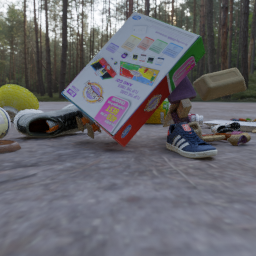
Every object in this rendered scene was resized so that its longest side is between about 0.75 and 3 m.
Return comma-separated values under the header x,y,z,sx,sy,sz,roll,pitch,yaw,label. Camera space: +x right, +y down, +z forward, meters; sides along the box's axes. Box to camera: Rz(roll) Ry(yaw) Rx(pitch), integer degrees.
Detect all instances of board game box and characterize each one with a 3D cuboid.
x,y,z,sx,sy,sz,roll,pitch,yaw,label
0.043,-1.255,6.494,2.140,2.797,0.564,38,-5,36,board game box

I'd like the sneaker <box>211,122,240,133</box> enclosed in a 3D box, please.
x,y,z,sx,sy,sz,roll,pitch,yaw,label
2.936,-0.008,8.405,1.008,0.371,0.403,-3,5,-25,sneaker

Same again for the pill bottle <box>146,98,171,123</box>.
x,y,z,sx,sy,sz,roll,pitch,yaw,label
0.801,-0.799,11.505,2.134,1.185,1.185,2,7,14,pill bottle

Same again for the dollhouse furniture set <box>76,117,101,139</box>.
x,y,z,sx,sy,sz,roll,pitch,yaw,label
-0.491,-0.320,7.031,1.261,0.657,1.275,31,57,29,dollhouse furniture set

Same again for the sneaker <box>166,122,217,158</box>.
x,y,z,sx,sy,sz,roll,pitch,yaw,label
1.200,0.202,5.565,0.540,0.609,1.441,-3,8,-25,sneaker

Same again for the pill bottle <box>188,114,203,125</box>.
x,y,z,sx,sy,sz,roll,pitch,yaw,label
2.378,-0.299,10.473,0.813,0.459,0.459,3,7,12,pill bottle

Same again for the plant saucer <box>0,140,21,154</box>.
x,y,z,sx,sy,sz,roll,pitch,yaw,label
-2.783,0.386,5.929,0.981,0.169,0.981,0,6,0,plant saucer

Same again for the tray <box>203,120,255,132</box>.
x,y,z,sx,sy,sz,roll,pitch,yaw,label
3.711,-0.070,9.509,2.053,0.228,1.102,6,8,43,tray

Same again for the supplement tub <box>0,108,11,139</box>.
x,y,z,sx,sy,sz,roll,pitch,yaw,label
-3.500,-0.062,6.670,0.870,0.870,1.200,1,8,12,supplement tub

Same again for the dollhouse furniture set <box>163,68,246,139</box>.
x,y,z,sx,sy,sz,roll,pitch,yaw,label
2.020,-0.411,7.327,2.253,1.785,1.599,-15,-27,-11,dollhouse furniture set

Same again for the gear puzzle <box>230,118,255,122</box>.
x,y,z,sx,sy,sz,roll,pitch,yaw,label
5.163,-0.362,12.220,1.279,0.168,0.662,1,7,8,gear puzzle

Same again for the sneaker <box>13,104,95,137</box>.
x,y,z,sx,sy,sz,roll,pitch,yaw,label
-1.888,-0.131,7.903,2.414,0.892,0.957,-11,21,-29,sneaker

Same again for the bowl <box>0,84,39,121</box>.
x,y,z,sx,sy,sz,roll,pitch,yaw,label
-4.974,-0.897,12.285,1.863,1.863,1.002,1,50,12,bowl

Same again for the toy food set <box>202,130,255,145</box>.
x,y,z,sx,sy,sz,roll,pitch,yaw,label
2.381,0.263,6.828,1.523,0.240,0.968,-6,4,20,toy food set
